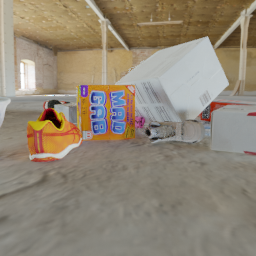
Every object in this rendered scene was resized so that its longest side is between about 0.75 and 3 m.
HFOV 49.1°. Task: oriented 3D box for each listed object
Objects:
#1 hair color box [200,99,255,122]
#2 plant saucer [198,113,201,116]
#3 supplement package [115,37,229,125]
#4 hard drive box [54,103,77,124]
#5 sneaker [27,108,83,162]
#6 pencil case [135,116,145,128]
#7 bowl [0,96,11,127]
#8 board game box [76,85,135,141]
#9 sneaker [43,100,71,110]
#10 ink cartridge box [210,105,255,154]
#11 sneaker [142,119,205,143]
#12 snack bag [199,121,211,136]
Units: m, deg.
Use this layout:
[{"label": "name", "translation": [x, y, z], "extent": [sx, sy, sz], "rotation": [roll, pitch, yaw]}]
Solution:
[{"label": "hair color box", "translation": [4.358, -0.588, 10.694], "extent": [2.763, 0.846, 1.402], "rotation": [10, 14, 35]}, {"label": "plant saucer", "translation": [4.758, -0.765, 15.038], "extent": [1.885, 0.346, 1.881], "rotation": [-1, 8, -14]}, {"label": "supplement package", "translation": [1.641, -1.681, 10.892], "extent": [2.768, 2.129, 2.895], "rotation": [-41, 22, -22]}, {"label": "hard drive box", "translation": [-2.148, -0.729, 13.151], "extent": [2.115, 0.812, 1.648], "rotation": [-6, 10, -35]}, {"label": "sneaker", "translation": [-1.764, 0.026, 7.204], "extent": [1.064, 1.125, 2.917], "rotation": [-2, 7, -4]}, {"label": "pencil case", "translation": [0.126, -0.274, 11.289], "extent": [1.204, 0.546, 0.564], "rotation": [10, -13, 39]}, {"label": "bowl", "translation": [-4.577, -0.133, 7.131], "extent": [2.988, 1.343, 2.988], "rotation": [3, 10, 0]}, {"label": "board game box", "translation": [-0.772, -0.559, 9.098], "extent": [1.657, 1.657, 1.658], "rotation": [-2, 8, -14]}, {"label": "sneaker", "translation": [-4.469, -1.211, 16.368], "extent": [1.378, 0.859, 2.572], "rotation": [1, 5, 13]}, {"label": "ink cartridge box", "translation": [3.453, -0.036, 7.759], "extent": [1.821, 1.035, 2.498], "rotation": [4, 10, 27]}, {"label": "sneaker", "translation": [1.242, 0.130, 8.022], "extent": [1.051, 0.687, 1.828], "rotation": [-6, 5, -34]}, {"label": "snack bag", "translation": [2.597, -0.056, 10.559], "extent": [2.324, 0.264, 2.464], "rotation": [5, 10, 29]}]
